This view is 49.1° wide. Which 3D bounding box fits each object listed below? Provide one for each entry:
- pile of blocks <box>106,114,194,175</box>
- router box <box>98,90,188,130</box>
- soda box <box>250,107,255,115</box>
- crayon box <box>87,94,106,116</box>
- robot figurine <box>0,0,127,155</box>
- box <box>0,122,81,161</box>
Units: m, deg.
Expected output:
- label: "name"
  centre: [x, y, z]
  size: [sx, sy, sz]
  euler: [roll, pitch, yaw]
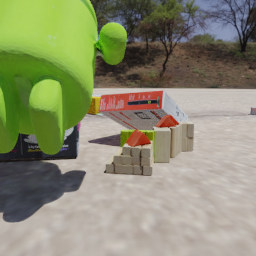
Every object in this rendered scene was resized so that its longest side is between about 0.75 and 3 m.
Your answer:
- label: "pile of blocks"
  centre: [0.453, 0.153, 5.042]
  size: [0.990, 0.749, 2.412]
  euler: [6, 11, 33]
- label: "router box"
  centre: [0.402, -0.316, 6.376]
  size: [1.490, 0.406, 1.660]
  euler: [0, -16, 28]
- label: "soda box"
  centre: [5.377, -0.671, 11.161]
  size: [0.899, 0.307, 0.286]
  euler: [3, 10, 17]
- label: "crayon box"
  centre: [-1.059, -1.068, 12.268]
  size: [1.753, 0.719, 2.788]
  euler: [-6, 12, -32]
- label: "robot figurine"
  centre: [-1.067, -0.880, 3.330]
  size: [2.071, 1.366, 2.361]
  euler: [2, 54, -4]
- label: "box"
  centre: [-1.965, -0.466, 5.978]
  size: [1.853, 1.609, 2.804]
  euler: [-2, 11, -11]
